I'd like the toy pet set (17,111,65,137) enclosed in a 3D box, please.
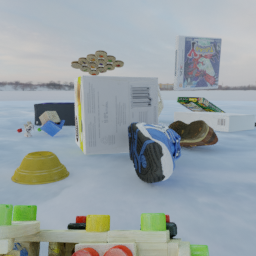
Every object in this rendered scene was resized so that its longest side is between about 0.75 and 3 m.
[{"bbox_3d":[-2.805,0.060,9.736,1.348,0.767,1.444,-35,-14,27],"label":"toy pet set"}]

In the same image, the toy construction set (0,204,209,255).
[{"bbox_3d":[-0.220,0.869,1.669,1.912,0.881,1.254,10,-14,17],"label":"toy construction set"}]

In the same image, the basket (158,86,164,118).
[{"bbox_3d":[0.782,-1.219,13.853,1.553,1.540,1.249,8,53,28],"label":"basket"}]

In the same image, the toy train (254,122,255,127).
[{"bbox_3d":[5.694,-0.144,12.166,1.248,0.213,0.286,0,-5,9],"label":"toy train"}]

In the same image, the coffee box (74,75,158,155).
[{"bbox_3d":[-0.405,-0.411,7.533,1.893,1.890,1.872,-2,8,-18],"label":"coffee box"}]

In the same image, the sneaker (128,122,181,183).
[{"bbox_3d":[0.563,0.315,5.409,1.027,1.010,2.667,-4,9,-3],"label":"sneaker"}]

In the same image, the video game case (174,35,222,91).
[{"bbox_3d":[2.127,-1.950,8.475,1.710,1.558,0.196,-7,15,-29],"label":"video game case"}]

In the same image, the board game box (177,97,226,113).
[{"bbox_3d":[3.692,-0.846,13.268,2.764,0.324,1.448,23,-12,-39],"label":"board game box"}]

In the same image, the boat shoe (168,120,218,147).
[{"bbox_3d":[1.669,0.237,7.801,0.682,0.727,2.021,32,-13,-19],"label":"boat shoe"}]

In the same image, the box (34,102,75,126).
[{"bbox_3d":[-2.834,-0.705,13.325,2.653,1.046,1.872,0,10,2],"label":"box"}]

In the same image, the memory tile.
[{"bbox_3d":[-1.090,-2.239,9.868,1.652,0.139,1.266,-9,-18,39],"label":"memory tile"}]

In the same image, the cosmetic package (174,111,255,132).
[{"bbox_3d":[3.512,-0.318,11.560,1.963,0.673,2.603,-6,9,-39],"label":"cosmetic package"}]

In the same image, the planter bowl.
[{"bbox_3d":[-1.576,0.661,5.064,1.015,0.423,1.015,1,7,0],"label":"planter bowl"}]
